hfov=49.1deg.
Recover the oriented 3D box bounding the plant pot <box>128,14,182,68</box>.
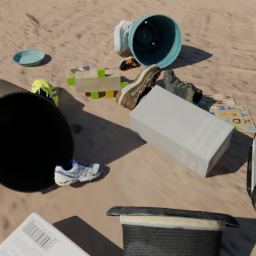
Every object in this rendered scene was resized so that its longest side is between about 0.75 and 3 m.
[{"bbox_3d":[0.883,-3.641,11.455,2.038,2.038,1.915,-9,27,-11],"label":"plant pot"}]

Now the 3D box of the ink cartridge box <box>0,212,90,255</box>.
[{"bbox_3d":[-1.500,3.013,4.578,2.637,0.590,2.323,26,52,27],"label":"ink cartridge box"}]

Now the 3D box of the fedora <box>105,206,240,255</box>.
[{"bbox_3d":[0.754,2.050,5.045,2.406,2.406,1.099,3,71,4],"label":"fedora"}]

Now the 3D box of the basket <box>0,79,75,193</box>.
[{"bbox_3d":[-2.986,-0.111,7.095,1.985,2.632,2.919,-37,41,-21],"label":"basket"}]

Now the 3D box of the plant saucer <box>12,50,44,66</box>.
[{"bbox_3d":[-4.168,-2.923,11.811,1.301,0.234,1.301,0,40,0],"label":"plant saucer"}]

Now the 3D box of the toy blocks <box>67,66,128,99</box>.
[{"bbox_3d":[-1.098,-1.805,10.099,2.044,1.021,1.397,-4,29,-6],"label":"toy blocks"}]

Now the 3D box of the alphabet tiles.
[{"bbox_3d":[3.100,-0.537,9.141,1.649,0.074,1.973,2,41,3],"label":"alphabet tiles"}]

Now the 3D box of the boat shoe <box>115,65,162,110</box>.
[{"bbox_3d":[0.583,-1.329,9.606,0.860,0.859,2.325,34,57,17],"label":"boat shoe"}]

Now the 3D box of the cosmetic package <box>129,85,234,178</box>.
[{"bbox_3d":[1.343,0.036,7.369,2.406,1.085,1.285,33,68,27],"label":"cosmetic package"}]

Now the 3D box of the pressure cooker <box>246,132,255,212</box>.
[{"bbox_3d":[3.834,0.766,5.913,2.305,2.270,2.581,16,47,10],"label":"pressure cooker"}]

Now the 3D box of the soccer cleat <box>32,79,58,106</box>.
[{"bbox_3d":[-2.658,-1.027,8.959,0.807,1.044,2.496,-12,42,-14],"label":"soccer cleat"}]

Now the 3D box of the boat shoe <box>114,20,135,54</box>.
[{"bbox_3d":[0.005,-4.181,12.748,0.958,1.049,2.916,2,32,9],"label":"boat shoe"}]

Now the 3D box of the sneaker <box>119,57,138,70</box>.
[{"bbox_3d":[0.057,-2.602,11.341,0.452,0.351,1.004,22,43,28],"label":"sneaker"}]

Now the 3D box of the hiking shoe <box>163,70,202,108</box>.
[{"bbox_3d":[1.801,-1.099,9.205,1.160,0.873,2.305,-7,50,-2],"label":"hiking shoe"}]

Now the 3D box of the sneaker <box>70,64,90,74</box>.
[{"bbox_3d":[-1.885,-2.338,11.089,0.764,0.268,0.415,6,45,-3],"label":"sneaker"}]

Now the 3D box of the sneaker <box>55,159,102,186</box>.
[{"bbox_3d":[-1.174,1.013,6.840,1.217,0.536,0.458,-12,21,-33],"label":"sneaker"}]
